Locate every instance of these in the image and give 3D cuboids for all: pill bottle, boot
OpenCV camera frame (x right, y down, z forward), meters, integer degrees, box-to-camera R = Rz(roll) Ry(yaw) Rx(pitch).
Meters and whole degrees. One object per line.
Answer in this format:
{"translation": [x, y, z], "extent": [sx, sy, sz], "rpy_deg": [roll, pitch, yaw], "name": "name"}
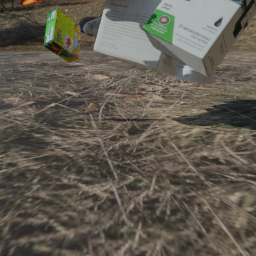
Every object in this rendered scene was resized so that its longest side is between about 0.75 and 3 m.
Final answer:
{"translation": [2.063, -2.423, 7.686], "extent": [1.297, 2.277, 1.297], "rpy_deg": [10, 15, -3], "name": "pill bottle"}
{"translation": [-0.555, -3.655, 10.242], "extent": [1.438, 0.763, 2.185], "rpy_deg": [36, 56, 27], "name": "boot"}

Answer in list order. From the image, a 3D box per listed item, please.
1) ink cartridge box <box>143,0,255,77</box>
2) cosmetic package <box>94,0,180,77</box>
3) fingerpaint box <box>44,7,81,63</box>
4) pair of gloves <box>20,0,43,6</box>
{"translation": [1.668, -2.504, 5.954], "extent": [1.643, 2.241, 0.931], "rpy_deg": [36, 2, 27], "name": "ink cartridge box"}
{"translation": [0.629, -3.187, 8.582], "extent": [2.147, 2.582, 2.161], "rpy_deg": [20, 12, 21], "name": "cosmetic package"}
{"translation": [-1.987, -2.822, 8.613], "extent": [0.459, 1.251, 1.043], "rpy_deg": [-15, -26, 33], "name": "fingerpaint box"}
{"translation": [-1.224, -3.562, 6.879], "extent": [2.204, 0.306, 2.474], "rpy_deg": [5, 35, 37], "name": "pair of gloves"}
